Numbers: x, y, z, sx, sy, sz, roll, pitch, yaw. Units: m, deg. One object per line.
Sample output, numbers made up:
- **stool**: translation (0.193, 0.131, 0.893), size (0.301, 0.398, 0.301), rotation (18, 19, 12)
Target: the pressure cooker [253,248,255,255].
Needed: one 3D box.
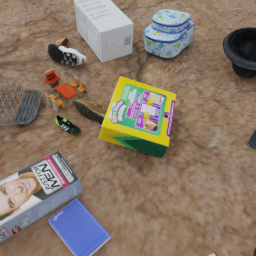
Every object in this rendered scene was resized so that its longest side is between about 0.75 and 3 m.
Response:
- **pressure cooker**: translation (3.789, 3.317, 5.997), size (2.221, 1.953, 1.984), rotation (35, 72, 29)

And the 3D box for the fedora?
- **fedora**: translation (5.277, -3.116, 12.114), size (2.782, 1.271, 2.782), rotation (-1, 52, 1)

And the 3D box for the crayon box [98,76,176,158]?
- **crayon box**: translation (0.414, -0.453, 9.856), size (2.242, 0.757, 2.598), rotation (17, 49, -1)

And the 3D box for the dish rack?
- **dish rack**: translation (-4.796, -0.967, 10.582), size (2.829, 0.772, 2.170), rotation (0, 49, 0)

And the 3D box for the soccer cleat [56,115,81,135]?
- **soccer cleat**: translation (-2.165, -0.108, 10.017), size (1.099, 0.446, 0.371), rotation (25, 53, 20)

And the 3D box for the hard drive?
- **hard drive**: translation (-1.338, 2.755, 7.644), size (0.999, 0.192, 1.515), rotation (-35, 57, -27)

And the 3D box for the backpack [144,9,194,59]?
- **backpack**: translation (1.819, -4.458, 13.099), size (2.033, 1.633, 2.222), rotation (25, 57, 25)

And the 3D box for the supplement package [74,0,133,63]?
- **supplement package**: translation (-1.179, -4.775, 13.214), size (1.620, 1.682, 2.957), rotation (-22, 57, -19)

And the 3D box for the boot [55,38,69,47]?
- **boot**: translation (-3.355, -3.907, 13.492), size (0.582, 0.408, 1.086), rotation (8, 53, 36)

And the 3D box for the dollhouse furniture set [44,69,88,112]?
- **dollhouse furniture set**: translation (-2.643, -1.617, 11.116), size (1.542, 0.803, 1.559), rotation (36, 57, 27)

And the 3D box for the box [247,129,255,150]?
- **box**: translation (4.501, 0.231, 9.476), size (0.423, 0.812, 0.739), rotation (36, 58, 26)

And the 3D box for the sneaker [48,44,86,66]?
- **sneaker**: translation (-2.771, -3.316, 12.771), size (2.004, 0.743, 0.887), rotation (28, 30, 23)

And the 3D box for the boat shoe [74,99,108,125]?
- **boat shoe**: translation (-1.202, -0.628, 10.439), size (1.702, 0.612, 0.579), rotation (31, 51, 12)

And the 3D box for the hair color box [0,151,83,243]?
- **hair color box**: translation (-2.790, 1.883, 8.014), size (2.623, 0.795, 1.298), rotation (-29, 55, -23)

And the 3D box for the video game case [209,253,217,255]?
- **video game case**: translation (2.025, 3.671, 6.885), size (0.830, 0.117, 0.918), rotation (-15, 50, -13)
